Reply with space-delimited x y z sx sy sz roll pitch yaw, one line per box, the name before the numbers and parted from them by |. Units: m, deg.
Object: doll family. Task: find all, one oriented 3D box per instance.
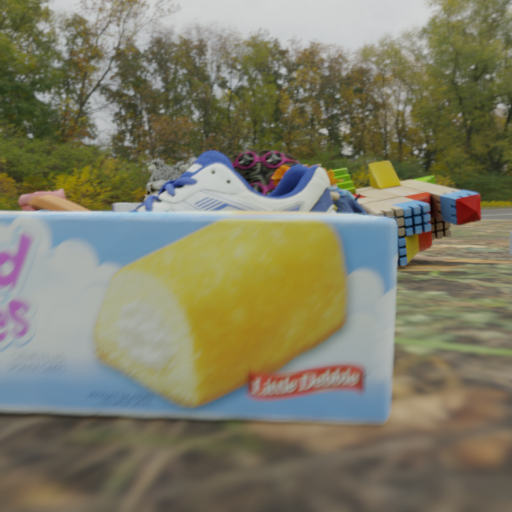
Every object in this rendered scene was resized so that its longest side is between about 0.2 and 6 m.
doll family | 0.946 -0.597 7.239 2.291 1.032 1.422 3 39 -37

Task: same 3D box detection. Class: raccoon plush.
raccoon plush | -0.938 -0.611 8.578 1.172 1.623 2.423 1 5 15

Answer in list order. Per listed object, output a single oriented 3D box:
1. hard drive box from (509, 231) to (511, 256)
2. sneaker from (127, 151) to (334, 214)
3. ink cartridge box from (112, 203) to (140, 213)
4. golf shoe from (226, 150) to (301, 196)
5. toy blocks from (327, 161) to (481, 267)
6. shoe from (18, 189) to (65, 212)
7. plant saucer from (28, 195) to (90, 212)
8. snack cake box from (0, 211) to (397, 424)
hard drive box | 5.757 -0.234 10.801 1.296 0.498 1.010 -2 5 -18
sneaker | -0.761 -0.241 5.286 3.309 1.459 1.246 -5 9 -26
ink cartridge box | -2.650 -0.653 12.510 0.416 1.054 2.119 2 4 24
golf shoe | -0.555 -0.948 10.430 3.185 1.156 1.467 -20 -27 12
toy blocks | 1.994 -0.516 9.221 3.371 1.685 2.304 -12 16 -10
shoe | -3.877 -0.691 11.238 0.966 1.230 2.703 -9 5 3
plant saucer | -2.814 -0.496 9.433 2.000 0.323 2.000 25 -11 5
snack cake box | -0.728 0.198 3.180 2.749 0.924 1.581 1 6 3
